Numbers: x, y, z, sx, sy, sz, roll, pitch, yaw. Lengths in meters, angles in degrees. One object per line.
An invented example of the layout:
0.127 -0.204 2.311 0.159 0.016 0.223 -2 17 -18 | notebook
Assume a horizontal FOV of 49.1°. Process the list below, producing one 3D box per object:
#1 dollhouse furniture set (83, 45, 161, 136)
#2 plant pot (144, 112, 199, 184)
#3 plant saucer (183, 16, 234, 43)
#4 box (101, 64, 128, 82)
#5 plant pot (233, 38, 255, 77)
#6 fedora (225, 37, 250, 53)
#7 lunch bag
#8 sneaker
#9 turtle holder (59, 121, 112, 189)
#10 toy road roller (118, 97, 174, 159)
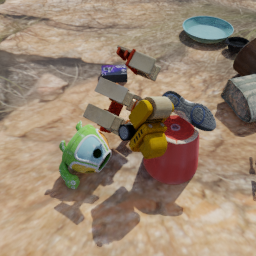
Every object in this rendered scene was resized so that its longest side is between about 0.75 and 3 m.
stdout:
-0.166 -1.060 8.767 1.381 2.681 2.652 26 92 20 | dollhouse furniture set
1.387 0.521 8.600 1.824 1.614 1.824 0 46 0 | plant pot
4.229 -5.207 14.991 2.661 0.478 2.661 0 46 0 | plant saucer
-0.600 -2.388 12.279 1.109 0.437 0.783 -4 48 -4 | box
5.773 -2.379 11.426 1.977 1.977 2.116 -19 59 -17 | plant pot
5.385 -4.066 13.828 1.169 0.534 1.169 -2 44 1 | fedora
4.708 -1.077 10.554 1.506 1.079 1.836 -13 53 -19 | lunch bag
1.749 -0.475 7.946 1.720 0.749 0.641 37 94 19 | sneaker
-1.328 0.809 8.505 1.290 1.380 1.816 32 49 12 | turtle holder
0.632 0.062 7.406 1.008 1.641 1.198 -6 53 -42 | toy road roller
